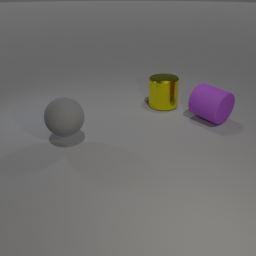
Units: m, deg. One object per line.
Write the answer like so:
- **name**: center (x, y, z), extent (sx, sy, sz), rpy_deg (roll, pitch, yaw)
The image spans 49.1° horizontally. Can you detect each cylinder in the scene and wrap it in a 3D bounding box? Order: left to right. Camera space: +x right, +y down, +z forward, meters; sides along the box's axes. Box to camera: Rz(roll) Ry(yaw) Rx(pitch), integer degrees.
- **cylinder**: center (1.691, -1.731, 13.351), extent (1.400, 1.400, 1.400), rpy_deg (-1, 27, 1)
- **cylinder**: center (3.541, -1.047, 11.924), extent (1.400, 1.400, 1.400), rpy_deg (-22, 38, -35)

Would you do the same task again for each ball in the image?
- **ball**: center (-2.253, -0.394, 9.927), extent (1.400, 1.400, 1.400), rpy_deg (0, 28, 0)
